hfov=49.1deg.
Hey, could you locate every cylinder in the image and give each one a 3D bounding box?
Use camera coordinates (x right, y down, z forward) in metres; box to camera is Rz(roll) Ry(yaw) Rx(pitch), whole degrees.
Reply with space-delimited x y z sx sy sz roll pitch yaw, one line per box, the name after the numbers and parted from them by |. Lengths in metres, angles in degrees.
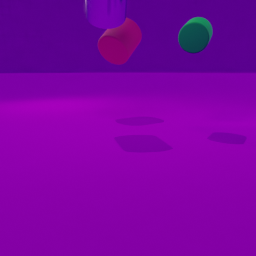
-0.288 -3.154 10.170 1.221 1.221 1.221 8 53 32 | cylinder
-0.586 -3.511 7.605 1.140 1.140 1.140 2 55 -4 | cylinder
1.901 -2.609 7.860 0.831 0.831 0.831 5 30 21 | cylinder
